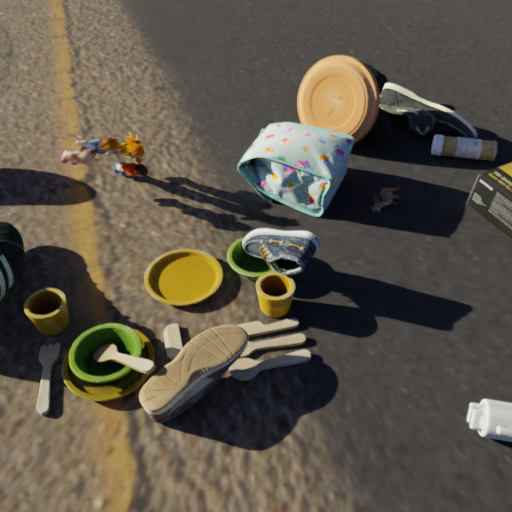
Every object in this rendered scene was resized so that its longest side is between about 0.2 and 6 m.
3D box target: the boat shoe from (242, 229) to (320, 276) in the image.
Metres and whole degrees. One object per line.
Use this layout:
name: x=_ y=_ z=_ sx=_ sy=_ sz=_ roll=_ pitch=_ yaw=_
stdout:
boat shoe: x=0.286 y=-0.062 z=9.865 sx=1.608 sy=0.569 sz=0.730 roll=-2 pitch=39 yaw=39

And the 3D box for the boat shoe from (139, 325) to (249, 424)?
boat shoe: x=-0.899 y=1.776 z=8.502 sx=0.698 sy=0.629 sz=1.940 roll=33 pitch=54 yaw=29

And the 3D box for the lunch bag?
lunch bag: x=0.810 y=-1.991 z=11.989 sx=2.072 sy=1.264 sz=1.765 roll=20 pitch=48 yaw=12

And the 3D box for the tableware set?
tableware set: x=-1.486 y=0.830 z=9.457 sx=4.580 sy=0.703 sz=3.085 roll=-9 pitch=44 yaw=-9

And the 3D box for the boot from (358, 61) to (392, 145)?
boot: x=2.723 y=-3.970 z=14.157 sx=2.718 sy=1.038 sz=2.284 roll=28 pitch=54 yaw=34

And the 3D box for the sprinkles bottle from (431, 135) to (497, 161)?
sprinkles bottle: x=4.845 y=-2.518 z=13.074 sx=1.404 sy=0.479 sz=0.479 roll=8 pitch=45 yaw=8

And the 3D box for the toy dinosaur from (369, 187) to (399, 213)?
toy dinosaur: x=2.730 y=-1.265 z=11.899 sx=0.560 sy=0.355 sz=0.827 roll=6 pitch=38 yaw=15

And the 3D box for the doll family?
doll family: x=-3.061 y=-2.206 z=11.692 sx=1.969 sy=0.887 sz=1.222 roll=5 pitch=3 yaw=-42

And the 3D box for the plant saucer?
plant saucer: x=1.844 y=-3.571 z=13.047 sx=2.085 sy=2.085 sz=0.337 roll=30 pitch=29 yaw=28

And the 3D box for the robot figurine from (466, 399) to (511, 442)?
robot figurine: x=3.524 y=2.356 z=7.990 sx=0.941 sy=0.531 sz=0.798 roll=8 pitch=16 yaw=8

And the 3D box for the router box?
router box: x=6.146 y=-0.726 z=10.796 sx=2.469 sy=0.820 sz=3.140 roll=-20 pitch=50 yaw=-24

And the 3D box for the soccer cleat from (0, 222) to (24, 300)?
soccer cleat: x=-4.776 y=0.274 z=9.640 sx=1.021 sy=1.226 sz=3.024 roll=-2 pitch=44 yaw=-2

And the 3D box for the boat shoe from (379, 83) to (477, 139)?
boat shoe: x=4.121 y=-3.318 z=13.817 sx=2.614 sy=0.939 sz=0.884 roll=32 pitch=88 yaw=20
